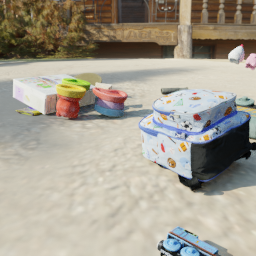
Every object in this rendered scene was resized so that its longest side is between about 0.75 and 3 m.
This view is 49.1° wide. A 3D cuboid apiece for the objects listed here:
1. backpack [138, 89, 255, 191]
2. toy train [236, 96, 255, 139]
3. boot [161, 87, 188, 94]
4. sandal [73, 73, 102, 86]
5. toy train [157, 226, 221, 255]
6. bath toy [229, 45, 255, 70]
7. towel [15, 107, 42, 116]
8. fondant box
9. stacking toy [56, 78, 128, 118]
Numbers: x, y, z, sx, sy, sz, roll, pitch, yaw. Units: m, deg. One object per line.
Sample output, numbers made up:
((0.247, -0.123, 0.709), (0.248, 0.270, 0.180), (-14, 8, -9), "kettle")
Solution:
((1.245, 0.080, 5.872), (2.178, 1.678, 2.074), (-17, 14, -37), "backpack")
((3.209, -0.305, 8.163), (2.453, 1.045, 1.398), (17, 36, 39), "toy train")
((2.313, -1.870, 14.026), (1.234, 0.448, 1.122), (5, 2, -5), "boot")
((-2.474, -1.834, 13.304), (2.686, 0.985, 0.883), (-15, -26, 2), "sandal")
((0.770, 1.489, 3.213), (0.881, 0.382, 0.503), (15, 16, 39), "toy train")
((3.397, -1.767, 7.406), (1.422, 0.526, 0.619), (28, -4, 19), "bath toy")
((-3.481, -0.715, 10.744), (0.964, 0.153, 1.342), (10, 20, 29), "towel")
((-2.905, -1.465, 11.366), (1.958, 0.790, 2.713), (26, 25, 28), "fondant box")
((-1.424, -1.012, 10.351), (2.562, 1.082, 2.319), (7, 18, -17), "stacking toy")
